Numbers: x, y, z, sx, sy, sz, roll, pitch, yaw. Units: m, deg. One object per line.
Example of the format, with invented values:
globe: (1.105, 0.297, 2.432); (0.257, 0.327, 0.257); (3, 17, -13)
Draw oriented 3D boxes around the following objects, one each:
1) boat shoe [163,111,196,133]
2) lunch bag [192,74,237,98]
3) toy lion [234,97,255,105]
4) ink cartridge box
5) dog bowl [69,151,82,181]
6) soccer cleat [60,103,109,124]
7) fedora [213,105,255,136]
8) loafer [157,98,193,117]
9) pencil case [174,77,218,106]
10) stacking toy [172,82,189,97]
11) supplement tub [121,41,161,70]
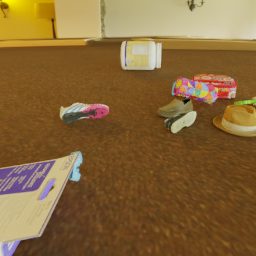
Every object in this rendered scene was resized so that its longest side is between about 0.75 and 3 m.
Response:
boat shoe: (1.994, -0.330, 10.515); (1.643, 0.590, 0.555); (-23, 36, -39)
lunch bag: (4.384, -2.078, 14.417); (2.240, 0.918, 1.973); (5, 28, 13)
toy lion: (5.413, -1.182, 12.781); (1.019, 0.365, 1.063); (-6, 3, 27)
ink cartridge box: (-2.403, 1.526, 5.447); (2.690, 0.584, 2.665); (-12, 21, 9)
dog bowl: (-1.355, 0.969, 7.101); (0.192, 0.773, 0.431); (3, 9, -32)
soccer cleat: (-1.759, -0.749, 11.194); (1.946, 0.680, 0.840); (-11, 46, -18)
fedora: (4.175, -0.386, 10.383); (1.984, 0.809, 1.984); (0, 23, 0)
loafer: (1.986, -0.900, 11.857); (1.802, 0.608, 0.685); (-14, 26, -30)
pencil case: (3.051, -1.655, 12.582); (1.991, 0.880, 0.880); (15, 18, -17)
stacking toy: (2.941, -1.841, 14.178); (0.789, 0.746, 1.360); (-26, 44, -35)
supplement tub: (0.980, -5.291, 20.472); (2.829, 2.057, 2.057); (2, 23, 6)
